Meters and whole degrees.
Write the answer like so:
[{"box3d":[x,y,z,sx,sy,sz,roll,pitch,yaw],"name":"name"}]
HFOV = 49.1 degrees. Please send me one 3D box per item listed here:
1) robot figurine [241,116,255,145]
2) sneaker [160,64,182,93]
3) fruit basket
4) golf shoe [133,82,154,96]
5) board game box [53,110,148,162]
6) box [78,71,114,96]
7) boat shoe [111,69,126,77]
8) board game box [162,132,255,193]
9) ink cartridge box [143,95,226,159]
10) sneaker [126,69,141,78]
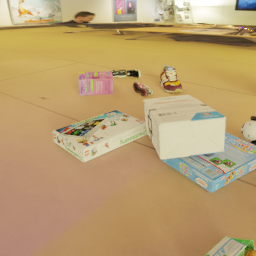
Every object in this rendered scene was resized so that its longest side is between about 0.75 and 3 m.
[{"box3d":[3.912,0.090,8.656,1.010,0.630,0.759,4,48,-47],"name":"robot figurine"},{"box3d":[2.079,-2.475,13.885,0.854,1.026,2.278,-5,26,-11],"name":"sneaker"},{"box3d":[1.907,2.251,4.167,1.449,0.733,1.565,-20,12,-35],"name":"fruit basket"},{"box3d":[0.697,-1.847,13.315,0.563,0.444,1.223,-12,37,-32],"name":"golf shoe"},{"box3d":[-0.840,0.144,9.091,2.650,0.459,1.673,-22,33,-37],"name":"board game box"},{"box3d":[-1.540,-2.184,13.554,1.633,0.790,1.437,-3,26,-6],"name":"box"},{"box3d":[-0.777,-3.116,15.933,1.356,0.409,0.513,-7,27,-14],"name":"boat shoe"},{"box3d":[2.424,0.780,7.793,2.371,0.434,1.794,-17,30,-31],"name":"board game box"},{"box3d":[1.475,-0.175,8.314,1.719,0.990,2.968,-6,18,-3],"name":"ink cartridge box"},{"box3d":[0.269,-3.040,15.837,0.666,0.435,1.190,-9,19,-11],"name":"sneaker"}]
